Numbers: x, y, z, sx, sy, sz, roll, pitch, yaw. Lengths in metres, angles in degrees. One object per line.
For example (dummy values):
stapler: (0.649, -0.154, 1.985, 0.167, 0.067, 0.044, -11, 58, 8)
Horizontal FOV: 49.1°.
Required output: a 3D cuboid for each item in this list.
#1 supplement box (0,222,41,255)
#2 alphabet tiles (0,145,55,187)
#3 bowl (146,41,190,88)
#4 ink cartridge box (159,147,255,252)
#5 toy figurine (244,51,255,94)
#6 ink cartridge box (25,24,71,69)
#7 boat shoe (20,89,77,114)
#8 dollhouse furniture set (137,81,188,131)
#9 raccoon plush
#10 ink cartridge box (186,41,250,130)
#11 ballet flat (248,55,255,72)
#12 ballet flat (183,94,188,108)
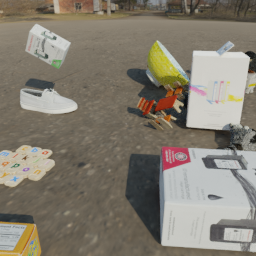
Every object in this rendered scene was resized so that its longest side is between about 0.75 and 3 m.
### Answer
supplement box: (-2.894, 2.245, 5.171, 2.373, 0.790, 0.816, 3, 25, 6)
alphabet tiles: (-3.177, 1.077, 8.209, 1.890, 0.138, 1.849, 9, 29, 17)
bowl: (1.803, -3.002, 14.514, 1.450, 2.695, 2.695, -38, 19, 20)
ink cartridge box: (2.193, 1.475, 6.192, 2.921, 1.218, 2.121, 2, 27, 4)
toy figurine: (5.447, -2.980, 14.493, 2.502, 1.741, 2.463, 8, 28, 14)
ink cartridge box: (-3.137, -3.160, 10.924, 1.462, 1.067, 0.614, 27, 49, -11)
boat shoe: (-3.420, -1.236, 11.957, 2.613, 0.895, 0.941, 10, 28, 19)
dollhouse furniture set: (1.179, -0.846, 10.415, 1.695, 0.883, 1.714, -12, 47, 56)
raccoon plush: (3.364, 0.321, 9.099, 1.670, 0.808, 1.119, -12, 21, -21)
ink cartridge box: (3.190, -1.626, 10.269, 1.837, 2.933, 1.885, 5, 21, 11)
ballet flat: (4.780, -3.276, 9.739, 0.850, 2.992, 0.994, 15, 39, 26)
ballet flat: (3.395, -1.375, 12.531, 2.225, 0.632, 0.739, -17, 31, -30)
